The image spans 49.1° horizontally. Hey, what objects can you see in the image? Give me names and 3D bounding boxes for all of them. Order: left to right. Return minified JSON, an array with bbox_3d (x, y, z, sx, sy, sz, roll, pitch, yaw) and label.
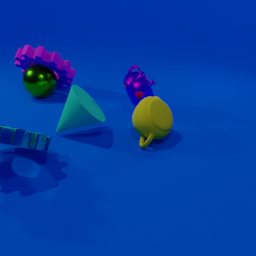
[{"bbox_3d":[-2.354,0.168,5.418,1.659,0.307,1.659,10,-8,1],"label":"gear"},{"bbox_3d":[-2.729,-1.467,8.684,1.046,1.046,1.046,0,28,0],"label":"ball"},{"bbox_3d":[-2.607,-1.899,8.880,1.831,1.831,0.339,9,70,16],"label":"gear"},{"bbox_3d":[-1.302,-0.231,6.552,1.104,1.100,1.100,-39,27,12],"label":"cone"},{"bbox_3d":[0.380,-1.059,7.630,0.797,1.627,1.012,-23,47,7],"label":"teapot"},{"bbox_3d":[0.531,-0.233,6.521,0.785,0.997,1.603,-27,38,46],"label":"teapot"}]
